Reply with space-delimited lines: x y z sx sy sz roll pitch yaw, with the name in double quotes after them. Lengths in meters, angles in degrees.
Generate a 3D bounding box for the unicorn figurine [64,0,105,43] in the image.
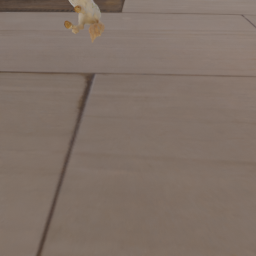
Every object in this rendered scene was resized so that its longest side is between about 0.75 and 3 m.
-1.233 -3.340 6.741 0.901 2.441 1.676 -4 26 27 "unicorn figurine"
